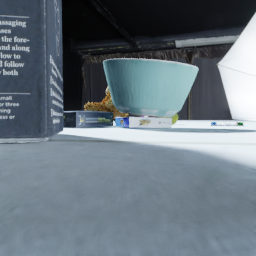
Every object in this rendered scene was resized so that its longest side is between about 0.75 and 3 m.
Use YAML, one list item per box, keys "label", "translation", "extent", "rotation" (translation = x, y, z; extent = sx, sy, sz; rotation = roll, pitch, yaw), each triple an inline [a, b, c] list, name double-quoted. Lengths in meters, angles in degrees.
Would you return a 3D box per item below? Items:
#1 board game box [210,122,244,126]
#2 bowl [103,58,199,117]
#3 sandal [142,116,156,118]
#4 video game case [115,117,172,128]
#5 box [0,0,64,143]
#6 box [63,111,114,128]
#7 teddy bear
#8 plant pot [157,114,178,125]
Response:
- label: "board game box"
  translation: [3.753, -0.161, 10.655]
  extent: [1.170, 0.151, 1.170]
  rotation: [1, 2, 18]
- label: "bowl"
  translation: [0.588, -1.092, 8.107]
  extent: [2.727, 1.427, 2.727]
  rotation: [4, 7, 0]
- label: "sandal"
  translation: [0.600, -0.386, 11.199]
  extent: [0.695, 0.420, 1.707]
  rotation: [-14, -4, 41]
- label: "video game case"
  translation: [0.404, -0.156, 7.989]
  extent: [1.233, 0.309, 1.361]
  rotation: [-1, 2, -17]
- label: "box"
  translation: [-1.744, -1.327, 3.810]
  extent: [1.573, 2.937, 2.180]
  rotation: [0, 1, -9]
- label: "box"
  translation: [-1.688, -0.289, 8.996]
  extent: [1.981, 0.505, 1.562]
  rotation: [2, 4, 41]
- label: "teddy bear"
  translation: [-0.571, -0.879, 10.564]
  extent: [2.144, 0.987, 2.958]
  rotation: [-12, -14, 0]
- label: "plant pot"
  translation: [1.837, -0.508, 12.629]
  extent: [0.878, 0.878, 0.807]
  rotation: [0, 14, -14]
